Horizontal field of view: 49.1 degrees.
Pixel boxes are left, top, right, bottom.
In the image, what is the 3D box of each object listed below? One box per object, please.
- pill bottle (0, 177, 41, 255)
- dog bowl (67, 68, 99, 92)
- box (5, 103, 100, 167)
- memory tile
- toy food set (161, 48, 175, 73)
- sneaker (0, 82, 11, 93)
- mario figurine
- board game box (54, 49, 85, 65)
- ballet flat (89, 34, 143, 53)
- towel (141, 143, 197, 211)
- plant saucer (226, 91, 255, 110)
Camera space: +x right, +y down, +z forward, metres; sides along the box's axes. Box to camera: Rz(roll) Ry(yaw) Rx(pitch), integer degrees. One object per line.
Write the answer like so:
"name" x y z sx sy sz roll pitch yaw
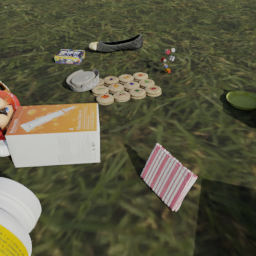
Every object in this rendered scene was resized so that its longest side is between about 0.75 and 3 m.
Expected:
"pill bottle" -2.309 2.029 3.810 1.526 1.526 2.714 7 37 10
"dog bowl" -1.523 -1.649 9.696 1.153 0.338 1.153 -10 38 8
"box" -1.714 0.143 6.855 2.012 0.981 1.252 -3 36 -5
"memory tile" -0.143 -1.428 9.690 2.262 0.190 1.733 -12 38 -15
"toy food set" 1.508 -2.540 10.445 0.440 0.922 0.415 15 17 -14
"sneaker" -4.279 -1.243 8.854 2.118 0.897 0.771 24 44 31
"mario figurine" -3.499 -0.120 6.764 1.376 1.602 2.595 -13 35 26
"board game box" -2.428 -2.988 11.742 1.056 0.299 0.873 5 38 7
"ballet flat" -0.535 -3.804 12.516 2.445 0.694 0.812 -7 37 -10
"towel" 0.802 1.005 5.858 0.182 0.889 1.215 9 24 -42
"plant saucer" 3.690 -0.864 8.937 1.087 0.169 1.087 0 36 0
